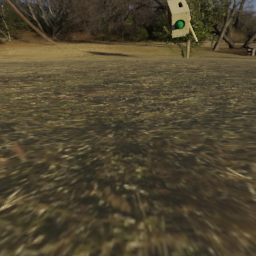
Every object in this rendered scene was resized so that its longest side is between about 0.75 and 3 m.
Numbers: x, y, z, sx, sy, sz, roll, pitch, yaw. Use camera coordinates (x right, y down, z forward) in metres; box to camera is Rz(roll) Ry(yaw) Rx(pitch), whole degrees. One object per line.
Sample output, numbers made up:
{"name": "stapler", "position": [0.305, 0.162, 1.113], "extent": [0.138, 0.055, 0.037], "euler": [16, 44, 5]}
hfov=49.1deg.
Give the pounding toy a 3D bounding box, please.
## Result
{"name": "pounding toy", "position": [1.473, -2.905, 7.623], "extent": [0.664, 0.860, 0.934], "euler": [-9, 50, 3]}
